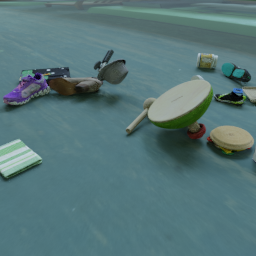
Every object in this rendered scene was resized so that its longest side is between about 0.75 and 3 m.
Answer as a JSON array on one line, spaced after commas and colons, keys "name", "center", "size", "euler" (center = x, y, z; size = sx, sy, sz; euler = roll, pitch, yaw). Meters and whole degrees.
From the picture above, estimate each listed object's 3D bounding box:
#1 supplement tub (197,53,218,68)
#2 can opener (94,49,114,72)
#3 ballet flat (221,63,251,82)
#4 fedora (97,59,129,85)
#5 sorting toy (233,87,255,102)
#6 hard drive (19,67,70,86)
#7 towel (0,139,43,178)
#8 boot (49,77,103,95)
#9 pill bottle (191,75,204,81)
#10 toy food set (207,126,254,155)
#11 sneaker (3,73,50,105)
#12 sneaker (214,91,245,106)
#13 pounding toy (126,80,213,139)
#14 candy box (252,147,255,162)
[{"name": "supplement tub", "center": [3.763, -3.194, 13.342], "size": [0.906, 0.655, 0.655], "euler": [7, 31, 11]}, {"name": "can opener", "center": [-1.014, -2.918, 12.029], "size": [0.329, 0.416, 1.251], "euler": [2, 54, 46]}, {"name": "ballet flat", "center": [4.676, -2.348, 12.042], "size": [0.660, 0.660, 1.806], "euler": [-6, 25, -10]}, {"name": "fedora", "center": [-0.464, -2.003, 10.441], "size": [1.290, 1.141, 0.583], "euler": [-31, 77, -40]}, {"name": "sorting toy", "center": [4.819, -1.179, 10.301], "size": [1.859, 0.253, 1.047], "euler": [1, 34, 2]}, {"name": "hard drive", "center": [-3.447, -2.115, 11.756], "size": [2.021, 0.382, 1.412], "euler": [-7, 31, -12]}, {"name": "towel", "center": [-2.899, 0.743, 7.090], "size": [0.975, 0.150, 1.278], "euler": [-26, 40, -37]}, {"name": "boot", "center": [-1.943, -1.721, 10.958], "size": [1.849, 0.650, 1.352], "euler": [15, 27, 22]}, {"name": "pill bottle", "center": [2.636, -1.713, 10.560], "size": [0.469, 0.469, 0.842], "euler": [17, 4, 27]}, {"name": "toy food set", "center": [2.814, 0.292, 7.707], "size": [1.180, 0.290, 1.192], "euler": [-9, 31, -15]}, {"name": "sneaker", "center": [-3.719, -1.468, 10.190], "size": [0.774, 0.851, 1.926], "euler": [19, 37, 27]}, {"name": "sneaker", "center": [3.636, -1.142, 10.013], "size": [1.087, 0.450, 0.390], "euler": [19, 35, 29]}, {"name": "pounding toy", "center": [1.458, -0.309, 8.251], "size": [2.507, 1.163, 1.935], "euler": [-15, 30, 37]}, {"name": "candy box", "center": [3.959, 0.774, 6.659], "size": [1.401, 0.501, 1.175], "euler": [-8, 31, -14]}]
